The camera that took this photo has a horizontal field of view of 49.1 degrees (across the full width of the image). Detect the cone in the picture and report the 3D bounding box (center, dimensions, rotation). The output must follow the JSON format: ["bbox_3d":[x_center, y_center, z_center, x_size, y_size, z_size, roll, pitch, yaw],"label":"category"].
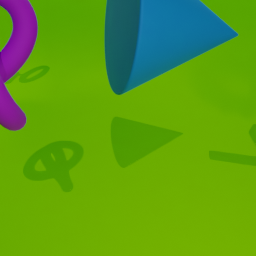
[{"bbox_3d":[0.688,-1.251,3.575,1.683,1.676,1.676,-1,38,-16],"label":"cone"}]

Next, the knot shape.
[{"bbox_3d":[-1.584,-0.666,2.957,1.433,1.532,0.708,-12,-5,38],"label":"knot shape"}]
